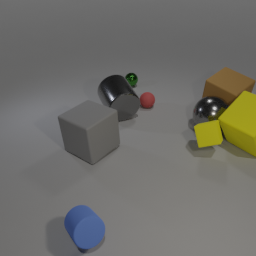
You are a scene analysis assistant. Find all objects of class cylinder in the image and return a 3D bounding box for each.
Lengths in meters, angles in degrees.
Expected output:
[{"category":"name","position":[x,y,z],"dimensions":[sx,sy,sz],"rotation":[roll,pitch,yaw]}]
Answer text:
[{"category":"cylinder","position":[-0.942,2.113,6.036],"dimensions":[0.700,0.700,0.700],"rotation":[-16,14,-26]},{"category":"cylinder","position":[-0.394,-1.242,11.535],"dimensions":[1.400,1.400,1.400],"rotation":[-12,47,-20]}]

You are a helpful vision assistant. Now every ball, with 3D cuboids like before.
[{"category":"ball","position":[3.151,-0.517,10.557],"dimensions":[1.400,1.400,1.400],"rotation":[0,30,0]},{"category":"ball","position":[0.175,-2.547,14.680],"dimensions":[0.700,0.700,0.700],"rotation":[0,30,0]},{"category":"ball","position":[0.867,-1.262,12.568],"dimensions":[0.700,0.700,0.700],"rotation":[0,30,0]}]

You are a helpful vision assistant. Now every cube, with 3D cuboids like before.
[{"category":"cube","position":[-1.264,0.093,9.384],"dimensions":[1.400,1.400,1.400],"rotation":[22,41,34]},{"category":"cube","position":[4.144,-0.117,9.351],"dimensions":[1.400,1.400,1.400],"rotation":[-46,43,-7]},{"category":"cube","position":[2.593,0.181,9.000],"dimensions":[0.700,0.700,0.700],"rotation":[-12,2,24]},{"category":"cube","position":[4.008,-1.375,11.369],"dimensions":[1.400,1.400,1.400],"rotation":[-34,53,-29]}]
